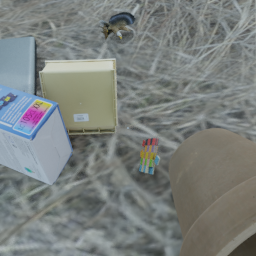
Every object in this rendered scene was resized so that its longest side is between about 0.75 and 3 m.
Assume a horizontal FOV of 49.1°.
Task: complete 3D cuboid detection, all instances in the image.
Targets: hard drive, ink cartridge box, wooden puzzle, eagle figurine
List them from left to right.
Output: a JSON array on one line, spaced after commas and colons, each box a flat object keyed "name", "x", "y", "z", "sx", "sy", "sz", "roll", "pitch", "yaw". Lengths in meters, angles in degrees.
[{"name": "hard drive", "x": -3.875, "y": -1.666, "z": 8.552, "sx": 2.073, "sy": 0.488, "sz": 2.971, "roll": -8, "pitch": 52, "yaw": -8}, {"name": "ink cartridge box", "x": -2.894, "y": -0.004, "z": 6.493, "sx": 2.852, "sy": 1.946, "sz": 1.089, "roll": 17, "pitch": 54, "yaw": 13}, {"name": "eagle figurine", "x": -0.368, "y": -3.577, "z": 9.926, "sx": 1.150, "sy": 0.868, "sz": 0.873, "roll": -34, "pitch": 34, "yaw": -11}, {"name": "wooden puzzle", "x": 0.473, "y": 0.645, "z": 6.517, "sx": 0.095, "sy": 1.357, "sz": 0.805, "roll": 11, "pitch": 83, "yaw": -13}]

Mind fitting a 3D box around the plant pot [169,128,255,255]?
[{"name": "plant pot", "x": 2.029, "y": 1.364, "z": 5.155, "sx": 2.988, "sy": 2.988, "sz": 2.605, "roll": -12, "pitch": 34, "yaw": -9}]

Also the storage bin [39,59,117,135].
[{"name": "storage bin", "x": -1.184, "y": -0.778, "z": 7.262, "sx": 1.806, "sy": 1.793, "sz": 0.846, "roll": -2, "pitch": 28, "yaw": -2}]
